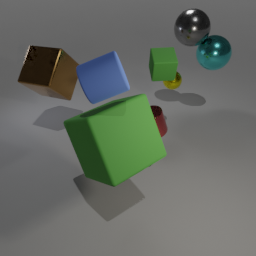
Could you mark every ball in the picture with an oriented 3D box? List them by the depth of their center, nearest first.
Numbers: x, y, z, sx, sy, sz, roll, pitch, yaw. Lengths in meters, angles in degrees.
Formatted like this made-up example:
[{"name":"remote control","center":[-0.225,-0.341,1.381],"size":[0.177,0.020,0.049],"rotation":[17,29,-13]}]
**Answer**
[{"name":"ball","center":[1.628,-1.761,10.289],"size":[0.700,0.700,0.700],"rotation":[0,31,0]},{"name":"ball","center":[2.498,-3.896,10.910],"size":[1.400,1.400,1.400],"rotation":[0,31,0]},{"name":"ball","center":[3.492,-3.061,11.419],"size":[1.400,1.400,1.400],"rotation":[0,31,0]}]

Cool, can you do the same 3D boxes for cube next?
[{"name":"cube","center":[-0.300,0.218,5.966],"size":[1.400,1.400,1.400],"rotation":[-26,12,-28]},{"name":"cube","center":[1.023,-1.872,8.240],"size":[0.700,0.700,0.700],"rotation":[-3,53,-4]},{"name":"cube","center":[-2.762,-1.945,10.023],"size":[1.400,1.400,1.400],"rotation":[12,-10,22]}]

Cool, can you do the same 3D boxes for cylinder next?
[{"name":"cylinder","center":[-0.412,-0.849,4.751],"size":[0.700,0.700,0.700],"rotation":[-21,31,6]},{"name":"cylinder","center":[0.689,-0.155,7.804],"size":[0.700,0.700,0.700],"rotation":[-15,36,11]}]
